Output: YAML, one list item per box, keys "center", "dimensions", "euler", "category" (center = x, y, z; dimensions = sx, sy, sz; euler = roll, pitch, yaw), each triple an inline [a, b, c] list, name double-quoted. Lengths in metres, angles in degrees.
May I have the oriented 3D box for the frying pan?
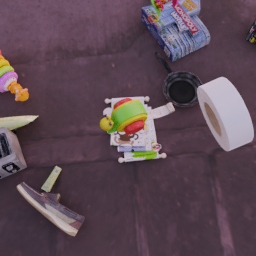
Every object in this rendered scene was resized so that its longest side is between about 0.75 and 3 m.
- center: [1.824, -1.878, 11.684]
  dimensions: [2.728, 0.444, 1.650]
  euler: [34, 73, 13]
  category: "frying pan"

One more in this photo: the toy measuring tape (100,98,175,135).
- center: [0.453, -0.445, 7.766]
  dimensions: [2.723, 1.002, 1.002]
  euler: [-17, 69, -33]
  category: "toy measuring tape"

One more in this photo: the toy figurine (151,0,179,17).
- center: [1.268, -4.221, 9.291]
  dimensions: [0.810, 0.880, 0.660]
  euler: [-16, 84, 24]
  category: "toy figurine"

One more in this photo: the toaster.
- center: [-4.836, 0.933, 10.339]
  dimensions: [1.623, 1.065, 1.795]
  euler: [-23, 72, -9]
  category: "toaster"

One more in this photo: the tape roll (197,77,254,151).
- center: [2.742, -0.385, 8.032]
  dimensions: [0.719, 2.057, 2.057]
  euler: [-24, 72, 4]
  category: "tape roll"

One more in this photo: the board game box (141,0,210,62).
- center: [2.404, -4.691, 12.470]
  dimensions: [2.678, 0.827, 2.680]
  euler: [-29, 73, -9]
  category: "board game box"

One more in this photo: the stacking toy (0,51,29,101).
- center: [-5.124, -2.101, 11.368]
  dimensions: [2.853, 1.566, 1.656]
  euler: [41, 79, 2]
  category: "stacking toy"

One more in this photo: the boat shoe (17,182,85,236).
- center: [-2.689, 2.676, 9.828]
  dimensions: [2.651, 0.954, 0.859]
  euler: [36, 68, 9]
  category: "boat shoe"

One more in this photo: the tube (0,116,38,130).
- center: [-4.889, -0.087, 10.844]
  dimensions: [2.665, 0.692, 0.773]
  euler: [-13, 56, -2]
  category: "tube"

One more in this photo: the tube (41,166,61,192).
- center: [-2.841, 1.902, 10.452]
  dimensions: [0.254, 0.284, 0.978]
  euler: [36, 74, -27]
  category: "tube"

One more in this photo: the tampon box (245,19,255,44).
- center: [5.909, -4.159, 12.282]
  dimensions: [1.090, 0.817, 0.688]
  euler: [23, 72, 8]
  category: "tampon box"

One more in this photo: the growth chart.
- center: [0.158, 0.001, 11.118]
  dimensions: [2.101, 0.258, 2.904]
  euler: [-11, 70, -3]
  category: "growth chart"
